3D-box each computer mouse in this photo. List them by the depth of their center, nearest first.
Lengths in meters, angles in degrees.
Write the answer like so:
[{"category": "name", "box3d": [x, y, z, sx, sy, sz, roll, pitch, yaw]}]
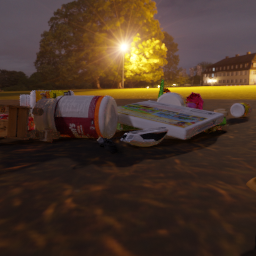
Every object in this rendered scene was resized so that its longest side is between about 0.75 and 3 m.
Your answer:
[{"category": "computer mouse", "box3d": [0.196, 0.299, 6.692, 1.804, 0.396, 0.989, -10, 6, -23]}]

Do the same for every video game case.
[{"category": "video game case", "box3d": [1.121, -0.370, 8.952, 2.995, 0.343, 2.725, 15, 20, 36]}]

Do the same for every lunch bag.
[{"category": "lunch bag", "box3d": [-3.857, -0.182, 9.604, 1.314, 0.538, 1.157, 8, 4, 19]}]

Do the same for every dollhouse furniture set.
[{"category": "dollhouse furniture set", "box3d": [-2.795, -0.137, 7.734, 1.775, 0.920, 0.786, 5, 3, 15]}]

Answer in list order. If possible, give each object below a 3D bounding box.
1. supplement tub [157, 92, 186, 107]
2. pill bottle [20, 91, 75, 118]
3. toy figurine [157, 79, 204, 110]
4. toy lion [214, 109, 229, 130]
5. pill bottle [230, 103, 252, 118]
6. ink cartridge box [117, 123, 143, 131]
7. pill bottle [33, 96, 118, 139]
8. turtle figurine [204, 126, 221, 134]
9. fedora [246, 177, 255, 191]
[{"category": "supplement tub", "box3d": [1.965, -0.980, 12.778, 1.284, 1.284, 1.767, 2, 8, 15]}, {"category": "pill bottle", "box3d": [-3.895, -1.143, 13.654, 2.503, 1.367, 1.367, -3, 8, -18]}, {"category": "toy figurine", "box3d": [2.832, -1.304, 14.927, 2.433, 1.985, 2.644, 9, 30, 2]}, {"category": "toy lion", "box3d": [2.780, -0.293, 10.591, 1.852, 0.663, 1.932, -5, 6, 16]}, {"category": "pill bottle", "box3d": [5.930, -0.942, 14.555, 0.740, 0.740, 1.355, 7, 10, 42]}, {"category": "ink cartridge box", "box3d": [-0.034, -0.215, 9.955, 1.668, 0.495, 0.866, -2, 9, -16]}, {"category": "pill bottle", "box3d": [-1.499, -0.333, 8.086, 2.213, 1.212, 1.212, 2, 8, 17]}, {"category": "turtle figurine", "box3d": [2.481, 0.026, 8.928, 0.741, 0.296, 0.919, -2, 15, -10]}, {"category": "fedora", "box3d": [1.731, 0.786, 3.115, 0.788, 0.321, 0.788, 3, 9, 0]}]
